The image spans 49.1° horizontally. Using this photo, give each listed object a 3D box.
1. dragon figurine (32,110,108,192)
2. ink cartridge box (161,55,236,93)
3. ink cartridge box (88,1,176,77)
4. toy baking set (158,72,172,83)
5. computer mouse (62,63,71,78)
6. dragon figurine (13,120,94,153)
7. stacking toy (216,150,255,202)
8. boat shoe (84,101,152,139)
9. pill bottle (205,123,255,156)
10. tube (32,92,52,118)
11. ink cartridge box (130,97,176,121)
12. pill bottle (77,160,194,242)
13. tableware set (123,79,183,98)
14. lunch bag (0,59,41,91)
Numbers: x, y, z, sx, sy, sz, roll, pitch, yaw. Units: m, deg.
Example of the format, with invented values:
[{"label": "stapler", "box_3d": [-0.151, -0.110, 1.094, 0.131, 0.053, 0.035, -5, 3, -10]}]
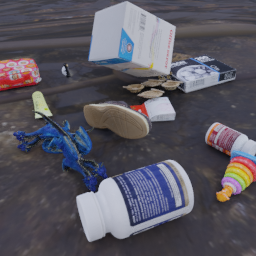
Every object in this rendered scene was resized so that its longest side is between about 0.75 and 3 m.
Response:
[{"label": "dragon figurine", "box_3d": [-1.441, 0.455, 7.295, 0.748, 2.543, 1.264, -30, 7, -40]}, {"label": "ink cartridge box", "box_3d": [2.928, -2.712, 12.984, 2.834, 0.621, 2.861, -18, 37, -23]}, {"label": "ink cartridge box", "box_3d": [0.206, -3.383, 11.332, 2.791, 2.054, 2.019, 9, 0, -41]}, {"label": "toy baking set", "box_3d": [1.620, -2.549, 12.328, 0.127, 1.092, 0.838, -5, -5, -39]}, {"label": "computer mouse", "box_3d": [-1.897, -1.723, 8.498, 0.173, 0.433, 0.789, -18, 12, -14]}, {"label": "dragon figurine", "box_3d": [-2.224, 0.320, 8.439, 2.322, 0.683, 1.154, 7, 35, 11]}, {"label": "stacking toy", "box_3d": [2.676, 1.338, 7.016, 0.846, 0.800, 1.457, 23, 51, 39]}, {"label": "boat shoe", "box_3d": [-0.283, -0.396, 8.832, 0.938, 1.041, 2.896, -30, 26, -35]}, {"label": "pill bottle", "box_3d": [3.030, 0.420, 8.239, 0.734, 0.734, 1.340, -26, 42, -33]}, {"label": "tube", "box_3d": [-3.257, -0.839, 10.454, 0.444, 0.398, 1.532, -41, 43, 8]}, {"label": "ink cartridge box", "box_3d": [0.847, -0.679, 10.217, 1.501, 0.428, 1.220, -1, 34, -8]}, {"label": "pill bottle", "box_3d": [0.128, 1.580, 6.056, 2.298, 1.277, 1.277, -14, 37, -19]}, {"label": "tableware set", "box_3d": [0.988, -1.680, 11.436, 2.208, 0.256, 1.845, -25, 31, -38]}, {"label": "lunch bag", "box_3d": [-4.919, -2.314, 12.160, 2.076, 0.851, 1.829, -14, 37, -20]}]
